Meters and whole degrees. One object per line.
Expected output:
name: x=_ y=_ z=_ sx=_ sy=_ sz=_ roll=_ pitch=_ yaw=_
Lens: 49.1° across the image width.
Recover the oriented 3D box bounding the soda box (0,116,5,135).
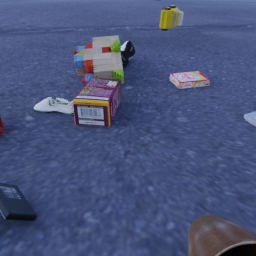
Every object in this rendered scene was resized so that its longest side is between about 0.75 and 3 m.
soda box: x=-4.945 y=0.023 z=7.379 sx=2.916 sy=0.925 sz=1.021 roll=-21 pitch=37 yaw=-30

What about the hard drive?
hard drive: x=-2.218 y=1.396 z=5.349 sx=0.946 sy=0.156 sz=0.660 roll=37 pitch=3 yaw=36

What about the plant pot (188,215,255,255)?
plant pot: x=1.391 y=1.876 z=4.128 sx=1.248 sy=1.248 sz=1.336 roll=-4 pitch=10 yaw=-6

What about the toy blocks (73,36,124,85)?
toy blocks: x=-1.277 y=-2.731 z=11.426 sx=2.013 sy=1.471 sz=2.944 roll=-6 pitch=52 yaw=-2

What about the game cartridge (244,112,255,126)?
game cartridge: x=4.060 y=-0.218 z=8.530 sx=0.638 sy=0.199 sz=0.958 roll=-10 pitch=32 yaw=-25

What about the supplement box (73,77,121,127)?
supplement box: x=-0.917 y=-0.880 z=8.970 sx=1.085 sy=0.842 sz=1.966 roll=5 pitch=31 yaw=8

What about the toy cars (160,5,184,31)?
toy cars: x=1.300 y=-3.737 z=8.414 sx=0.601 sy=1.216 sz=2.713 roll=15 pitch=-9 yaw=18

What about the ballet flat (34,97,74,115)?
ballet flat: x=-2.391 y=-0.776 z=9.161 sx=1.486 sy=0.516 sz=0.516 roll=7 pitch=31 yaw=12

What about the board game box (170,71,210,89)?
board game box: x=2.471 y=-1.943 z=11.290 sx=1.303 sy=0.302 sz=0.987 roll=-8 pitch=32 yaw=-14

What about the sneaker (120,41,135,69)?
sneaker: x=-0.444 y=-3.292 z=13.225 sx=0.945 sy=0.881 sz=2.384 roll=-16 pitch=25 yaw=33
